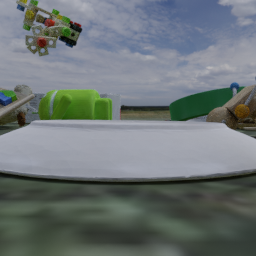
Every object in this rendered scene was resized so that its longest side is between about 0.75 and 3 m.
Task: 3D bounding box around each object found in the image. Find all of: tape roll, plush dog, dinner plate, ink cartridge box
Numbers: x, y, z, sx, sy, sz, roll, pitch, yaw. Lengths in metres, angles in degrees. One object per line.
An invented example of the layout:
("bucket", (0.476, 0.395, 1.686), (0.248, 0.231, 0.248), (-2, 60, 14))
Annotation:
("tape roll", (2.532, -0.581, 8.336), (2.555, 0.614, 2.555), (-7, -7, -1))
("plush dog", (-3.924, -0.532, 8.960), (1.499, 1.400, 1.745), (-21, 0, 35))
("dinner plate", (0.001, 0.084, 2.599), (2.575, 0.312, 2.575), (1, 3, 0))
("ink cartridge box", (-0.974, -0.643, 10.024), (0.642, 1.101, 1.521), (-2, 3, -41))

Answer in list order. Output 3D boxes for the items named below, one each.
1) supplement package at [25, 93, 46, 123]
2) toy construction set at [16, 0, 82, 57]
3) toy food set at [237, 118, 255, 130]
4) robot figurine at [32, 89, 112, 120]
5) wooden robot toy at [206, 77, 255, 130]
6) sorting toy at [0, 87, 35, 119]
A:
("supplement package", (-3.643, -0.905, 13.101), (2.452, 1.359, 1.909), (1, 3, -8))
("toy construction set", (-2.449, -3.106, 8.529), (1.736, 1.220, 2.647), (16, 31, -35))
("toy food set", (3.459, -0.204, 7.102), (1.596, 0.464, 2.311), (0, 2, 10))
("robot figurine", (-1.040, -0.320, 5.367), (1.446, 0.836, 1.269), (1, 10, 7))
("wooden robot toy", (1.667, -0.099, 4.126), (1.007, 0.978, 2.219), (-35, -1, 6))
("sorting toy", (-3.670, -0.662, 7.022), (1.963, 0.358, 1.817), (12, 34, 19))
